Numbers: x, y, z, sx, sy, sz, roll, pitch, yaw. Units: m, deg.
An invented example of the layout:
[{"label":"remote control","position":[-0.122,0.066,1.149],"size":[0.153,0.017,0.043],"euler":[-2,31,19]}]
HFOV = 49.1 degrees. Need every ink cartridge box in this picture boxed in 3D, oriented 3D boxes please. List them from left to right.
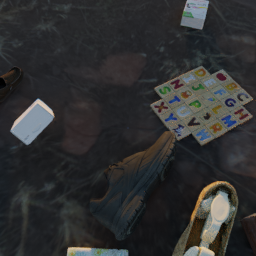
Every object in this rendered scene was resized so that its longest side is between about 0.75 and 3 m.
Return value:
[{"label":"ink cartridge box","position":[-2.337,-0.194,6.911],"size":[0.912,1.245,0.535],"euler":[-47,109,-5]},{"label":"ink cartridge box","position":[2.399,-4.122,10.053],"size":[0.787,0.456,1.087],"euler":[14,59,9]}]

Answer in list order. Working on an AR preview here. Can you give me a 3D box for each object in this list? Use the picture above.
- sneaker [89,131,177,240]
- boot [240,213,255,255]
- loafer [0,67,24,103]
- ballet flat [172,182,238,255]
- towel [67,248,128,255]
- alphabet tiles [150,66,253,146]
[{"label":"sneaker","position":[0.179,1.057,6.542],"size":[1.297,1.086,2.859],"euler":[26,60,23]},{"label":"boot","position":[3.403,2.572,5.899],"size":[1.643,0.566,1.763],"euler":[-3,54,-4]},{"label":"loafer","position":[-3.591,-1.366,8.328],"size":[0.497,0.486,1.361],"euler":[17,60,10]},{"label":"ballet flat","position":[1.569,2.337,5.756],"size":[1.034,0.957,2.932],"euler":[18,60,12]},{"label":"towel","position":[-0.672,3.050,5.694],"size":[1.312,0.316,1.123],"euler":[2,59,1]},{"label":"alphabet tiles","position":[2.159,-0.753,8.182],"size":[2.741,0.087,2.281],"euler":[-27,62,-16]}]
